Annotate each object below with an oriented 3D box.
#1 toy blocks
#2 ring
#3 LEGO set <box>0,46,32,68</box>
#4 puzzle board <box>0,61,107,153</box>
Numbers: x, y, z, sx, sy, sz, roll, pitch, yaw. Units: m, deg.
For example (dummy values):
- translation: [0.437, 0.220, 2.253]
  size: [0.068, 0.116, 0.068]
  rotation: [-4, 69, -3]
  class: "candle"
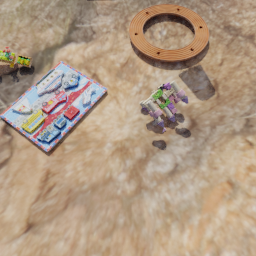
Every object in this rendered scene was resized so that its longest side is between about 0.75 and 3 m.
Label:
- translation: [1.120, -0.634, 8.316]
  size: [1.169, 1.251, 1.053]
  rotation: [-40, 101, -7]
  class: "toy blocks"
- translation: [1.461, -3.433, 10.107]
  size: [2.880, 0.276, 2.880]
  rotation: [0, 60, 0]
  class: "ring"
- translation: [-4.344, -2.814, 9.049]
  size: [2.575, 0.958, 1.184]
  rotation: [44, 69, 6]
  class: "LEGO set"
- translation: [-2.264, -0.810, 8.664]
  size: [2.054, 0.237, 2.726]
  rotation: [33, 66, 17]
  class: "puzzle board"
